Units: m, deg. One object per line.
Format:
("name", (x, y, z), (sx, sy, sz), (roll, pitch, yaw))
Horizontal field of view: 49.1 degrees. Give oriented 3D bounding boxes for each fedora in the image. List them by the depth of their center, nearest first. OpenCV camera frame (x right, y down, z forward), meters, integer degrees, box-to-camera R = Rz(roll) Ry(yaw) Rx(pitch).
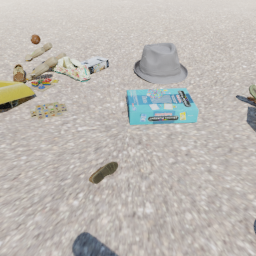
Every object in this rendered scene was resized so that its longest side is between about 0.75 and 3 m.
("fedora", (1.599, -3.343, 13.589), (2.618, 1.336, 2.960), (-4, 33, -7))

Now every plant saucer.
("plant saucer", (-5.172, -1.446, 10.841), (2.185, 0.530, 2.186), (8, 21, 23))

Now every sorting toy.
("sorting toy", (-3.800, -1.977, 12.457), (0.802, 0.281, 1.663), (17, 36, 24))

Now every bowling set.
("bowling set", (-4.231, -3.490, 13.373), (1.312, 1.701, 2.443), (-22, 18, 27))

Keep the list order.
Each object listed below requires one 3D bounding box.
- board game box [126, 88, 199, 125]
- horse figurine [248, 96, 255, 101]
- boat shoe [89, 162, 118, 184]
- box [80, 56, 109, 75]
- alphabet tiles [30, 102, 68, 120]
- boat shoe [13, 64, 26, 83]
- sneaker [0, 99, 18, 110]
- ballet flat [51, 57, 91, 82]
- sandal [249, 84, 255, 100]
("board game box", (1.188, -0.837, 10.429), (2.394, 0.562, 1.808), (-2, 33, -3))
("horse figurine", (5.254, -1.147, 11.222), (0.551, 0.207, 0.831), (-19, 41, -7))
("boat shoe", (-0.672, 1.163, 7.545), (0.903, 0.325, 0.307), (-29, 16, -34))
("box", (-1.754, -3.171, 14.143), (0.853, 0.440, 1.462), (25, 40, 33))
("alphabet tiles", (-3.022, -0.669, 10.661), (1.345, 0.043, 1.119), (-12, 35, -18))
("boat shoe", (-5.114, -2.547, 13.059), (0.587, 0.573, 1.551), (-12, 35, -18))
("sneaker", (-5.226, -1.195, 10.866), (2.023, 0.784, 0.806), (2, 25, 3))
("ballet flat", (-2.762, -2.966, 13.467), (2.644, 0.845, 1.000), (24, 40, 33))
("sandal", (5.072, -1.168, 10.583), (0.492, 1.240, 0.354), (-57, 16, -20))
